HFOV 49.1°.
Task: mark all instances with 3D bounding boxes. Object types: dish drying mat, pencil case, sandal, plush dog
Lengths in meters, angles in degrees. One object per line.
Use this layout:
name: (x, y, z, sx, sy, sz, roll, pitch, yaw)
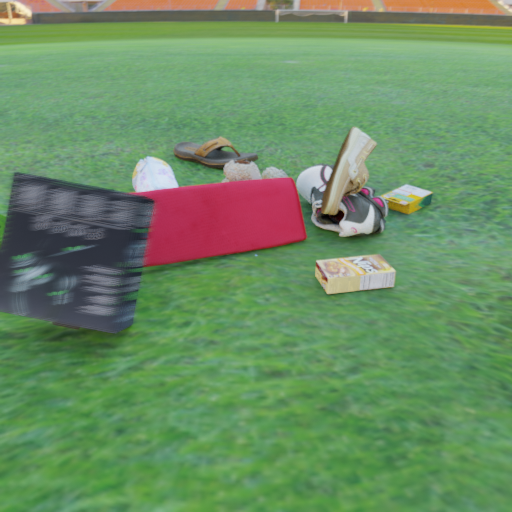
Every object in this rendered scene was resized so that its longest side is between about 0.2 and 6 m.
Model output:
dish drying mat: (-0.857, -0.728, 11.369, 3.870, 1.486, 0.352, -9, -3, -22)
pencil case: (-2.252, -1.465, 13.038, 1.038, 1.133, 2.498, -10, 30, -14)
sandal: (-1.289, -3.215, 16.803, 2.899, 0.791, 1.185, 19, 33, 33)
plush dog: (-0.357, -1.319, 12.899, 1.656, 1.547, 1.928, 1, 0, 39)

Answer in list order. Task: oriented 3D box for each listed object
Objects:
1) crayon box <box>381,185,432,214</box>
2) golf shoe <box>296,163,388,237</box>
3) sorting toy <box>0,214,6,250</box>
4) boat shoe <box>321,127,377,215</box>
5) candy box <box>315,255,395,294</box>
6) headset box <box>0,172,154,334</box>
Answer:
crayon box: (3.653, -1.369, 13.745, 1.225, 0.316, 0.770, -23, 35, -38)
golf shoe: (1.659, -1.302, 12.802, 1.286, 1.127, 2.920, -21, 33, -26)
sorting toy: (-5.927, 0.045, 10.316, 1.911, 1.306, 3.181, 22, 19, 9)
boat shoe: (2.028, -1.773, 11.943, 0.766, 0.854, 2.308, 24, 64, -1)
candy box: (1.823, 0.329, 10.392, 1.295, 0.358, 0.748, -6, 27, -10)
headset box: (-2.800, 0.026, 8.717, 1.973, 2.266, 1.051, 10, 1, 1)
